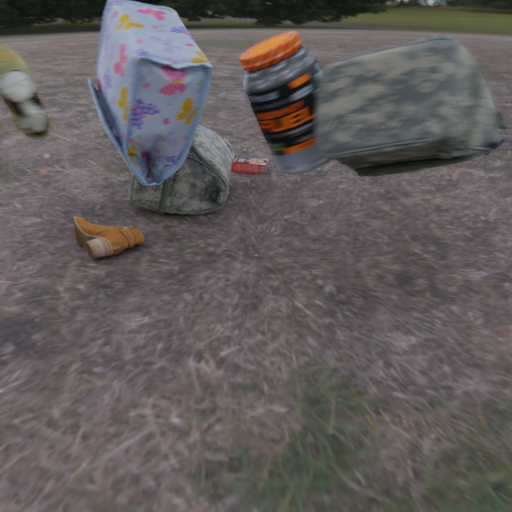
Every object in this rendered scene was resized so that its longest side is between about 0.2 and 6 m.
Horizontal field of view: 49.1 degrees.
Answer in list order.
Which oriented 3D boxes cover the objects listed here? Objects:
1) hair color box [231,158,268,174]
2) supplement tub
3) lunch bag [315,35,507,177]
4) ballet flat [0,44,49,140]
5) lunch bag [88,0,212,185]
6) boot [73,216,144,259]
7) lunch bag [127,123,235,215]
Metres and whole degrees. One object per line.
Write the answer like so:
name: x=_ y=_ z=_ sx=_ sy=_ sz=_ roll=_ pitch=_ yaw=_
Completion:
hair color box: x=-0.186 y=-2.606 z=16.172 sx=0.995 sy=0.305 sz=0.505 roll=6 pitch=28 yaw=10
supplement tub: x=0.695 y=-2.980 z=11.036 sx=1.500 sy=2.449 sz=1.500 roll=-21 pitch=29 yaw=12
lunch bag: x=2.832 y=-2.506 z=10.277 sx=2.821 sy=1.965 sz=2.366 roll=-2 pitch=-7 yaw=39
ballet flat: x=-4.049 y=-2.739 z=9.666 sx=0.699 sy=1.978 sz=0.699 roll=1 pitch=62 yaw=-1
lunch bag: x=-2.287 y=-3.164 z=11.200 sx=1.837 sy=2.890 sz=2.451 roll=-4 pitch=49 yaw=-28
boot: x=-3.201 y=-0.520 z=12.027 sx=1.187 sy=0.586 sz=1.529 roll=-19 pitch=34 yaw=-30
lunch bag: x=-1.738 y=-2.231 z=13.989 sx=2.303 sy=1.913 sz=2.746 roll=15 pitch=29 yaw=-9
